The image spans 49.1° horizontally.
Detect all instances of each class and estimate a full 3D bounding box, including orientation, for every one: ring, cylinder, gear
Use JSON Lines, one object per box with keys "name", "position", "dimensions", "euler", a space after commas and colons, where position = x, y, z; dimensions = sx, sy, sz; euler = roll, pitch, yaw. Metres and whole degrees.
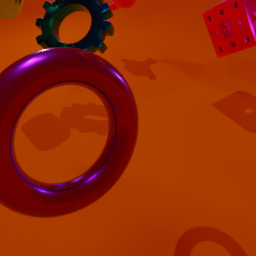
{"name": "ring", "position": [-0.712, 0.101, 3.294], "dimensions": [2.028, 2.028, 0.406], "euler": [-28, 31, -27]}
{"name": "cylinder", "position": [-2.976, -3.348, 6.696], "dimensions": [1.031, 1.031, 1.031], "euler": [11, 67, -28]}
{"name": "gear", "position": [-1.421, -2.684, 7.430], "dimensions": [2.092, 0.387, 2.092], "euler": [-2, 82, 13]}

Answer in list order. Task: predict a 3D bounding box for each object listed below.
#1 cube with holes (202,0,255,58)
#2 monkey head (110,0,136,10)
{"name": "cube with holes", "position": [3.158, -2.916, 7.666], "dimensions": [1.333, 1.333, 1.333], "euler": [-29, 11, -24]}
{"name": "monkey head", "position": [0.055, -4.607, 9.638], "dimensions": [1.228, 1.029, 1.707], "euler": [0, 2, -37]}
